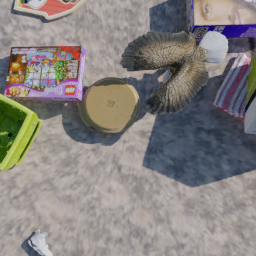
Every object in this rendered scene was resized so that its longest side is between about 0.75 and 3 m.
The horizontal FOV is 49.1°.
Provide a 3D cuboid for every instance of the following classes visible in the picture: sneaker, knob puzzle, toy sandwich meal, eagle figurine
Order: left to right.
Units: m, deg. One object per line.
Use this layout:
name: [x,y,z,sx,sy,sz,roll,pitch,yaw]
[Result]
sneaker: [-2.239,3.062,7.417,0.768,0.289,0.441,35,87,8]
knob puzzle: [-2.152,-4.300,8.372,2.459,0.341,2.459,0,82,0]
toy sandwich meal: [-0.509,-0.583,7.761,1.727,0.591,1.727,0,82,-1]
eagle figurine: [1.245,-1.579,7.290,1.822,1.812,2.402,30,41,31]

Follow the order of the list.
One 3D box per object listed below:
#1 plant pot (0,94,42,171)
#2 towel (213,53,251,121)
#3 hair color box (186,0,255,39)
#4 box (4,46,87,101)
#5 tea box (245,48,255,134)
plant pot: [-3.246,0.066,7.229,1.599,1.458,1.607,26,83,3]
towel: [3.861,-0.901,7.912,2.421,0.362,1.772,27,83,4]
hair color box: [3.142,-3.461,7.986,2.818,0.913,1.540,-2,83,2]
box: [-2.275,-1.509,7.758,2.143,0.419,1.466,2,81,11]
tea box: [4.156,-0.937,6.766,2.203,1.472,2.168,8,77,14]
